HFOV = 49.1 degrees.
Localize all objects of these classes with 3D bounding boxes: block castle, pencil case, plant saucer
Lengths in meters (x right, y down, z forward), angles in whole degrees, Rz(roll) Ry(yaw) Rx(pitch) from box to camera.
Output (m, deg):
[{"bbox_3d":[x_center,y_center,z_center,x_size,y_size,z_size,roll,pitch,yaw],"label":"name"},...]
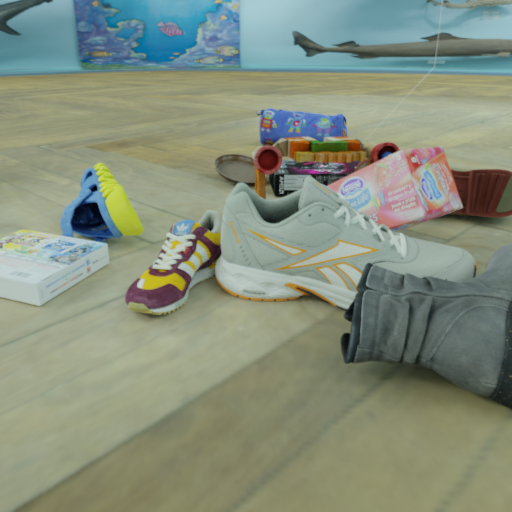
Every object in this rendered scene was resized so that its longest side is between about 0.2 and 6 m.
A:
[{"bbox_3d":[1.163,-1.134,9.518,2.493,1.666,1.170,-3,17,-8],"label":"block castle"},{"bbox_3d":[1.347,-3.684,16.199,2.603,1.130,1.016,7,-16,14],"label":"pencil case"},{"bbox_3d":[-0.356,-1.954,12.896,1.276,0.205,1.276,11,36,-8],"label":"plant saucer"}]

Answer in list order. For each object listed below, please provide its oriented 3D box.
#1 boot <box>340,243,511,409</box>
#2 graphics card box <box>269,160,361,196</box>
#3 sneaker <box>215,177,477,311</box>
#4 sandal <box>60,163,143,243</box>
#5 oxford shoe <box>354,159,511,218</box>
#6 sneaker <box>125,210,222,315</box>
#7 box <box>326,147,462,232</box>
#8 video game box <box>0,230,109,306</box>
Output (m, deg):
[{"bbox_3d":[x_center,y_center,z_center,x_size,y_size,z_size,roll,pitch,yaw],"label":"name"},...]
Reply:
[{"bbox_3d":[2.153,0.410,6.445,1.954,1.036,2.968,15,25,18],"label":"boot"},{"bbox_3d":[1.382,-1.743,12.344,2.137,0.543,1.340,-2,23,-2],"label":"graphics card box"},{"bbox_3d":[1.129,-0.202,7.359,3.481,1.601,1.318,4,24,8],"label":"sneaker"},{"bbox_3d":[-2.834,-0.840,9.658,1.191,1.087,2.736,-29,23,-11],"label":"sandal"},{"bbox_3d":[3.496,-1.258,10.868,3.182,1.121,1.190,15,7,22],"label":"oxford shoe"},{"bbox_3d":[-1.097,0.024,7.654,0.786,0.945,2.098,9,25,20],"label":"sneaker"},{"bbox_3d":[1.812,-0.791,8.330,1.039,0.958,2.024,-13,-6,-39],"label":"box"},{"bbox_3d":[-3.295,0.115,8.164,1.684,0.394,1.534,10,27,21],"label":"video game box"}]
